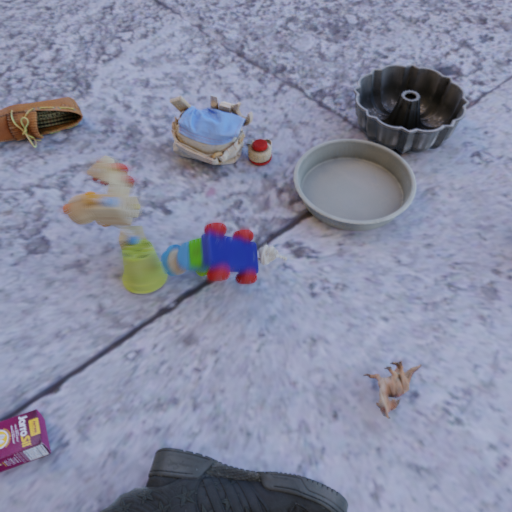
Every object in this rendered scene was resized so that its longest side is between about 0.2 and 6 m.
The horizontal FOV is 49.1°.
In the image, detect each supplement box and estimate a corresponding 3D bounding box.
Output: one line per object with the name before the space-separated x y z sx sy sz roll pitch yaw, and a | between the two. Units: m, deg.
supplement box | -3.662 2.815 8.458 0.917 0.473 0.600 -18 54 -14

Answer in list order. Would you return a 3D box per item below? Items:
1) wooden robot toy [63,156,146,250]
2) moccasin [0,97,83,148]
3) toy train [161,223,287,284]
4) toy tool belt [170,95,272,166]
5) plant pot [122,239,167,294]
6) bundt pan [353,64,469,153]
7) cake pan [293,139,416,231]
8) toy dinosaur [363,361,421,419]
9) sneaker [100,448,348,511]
wooden robot toy | -2.756 -0.900 9.867 1.150 2.535 1.117 -3 64 2
moccasin | -5.167 -3.057 13.011 2.245 0.821 0.867 -16 44 -24
toy train | -0.563 0.101 10.353 1.312 2.267 0.960 -12 77 34
toy tool belt | -0.760 -2.776 12.333 2.272 1.396 1.419 11 52 9
plant pot | -2.127 0.139 10.372 0.849 0.781 0.849 -1 48 1
bundt pan | 3.513 -3.336 13.064 2.587 0.971 2.587 0 51 0
cake pan | 2.061 -1.492 11.902 2.561 0.470 2.561 0 51 0
toy dinosaur | 2.227 2.117 8.983 1.087 0.467 0.737 -17 79 -26
sneaker | -0.585 3.699 7.471 3.380 1.015 1.763 9 52 13
